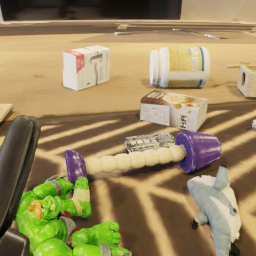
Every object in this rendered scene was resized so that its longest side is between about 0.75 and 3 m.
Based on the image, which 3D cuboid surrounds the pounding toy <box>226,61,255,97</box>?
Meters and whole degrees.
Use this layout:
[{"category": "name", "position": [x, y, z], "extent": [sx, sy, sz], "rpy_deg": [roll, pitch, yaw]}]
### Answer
[{"category": "pounding toy", "position": [4.364, -1.753, 10.005], "extent": [1.792, 0.933, 2.040], "rpy_deg": [3, 25, 6]}]

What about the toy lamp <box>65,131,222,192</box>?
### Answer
[{"category": "toy lamp", "position": [0.347, 0.575, 5.196], "extent": [2.901, 0.844, 0.844], "rpy_deg": [-9, 26, -14]}]

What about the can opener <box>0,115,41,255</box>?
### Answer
[{"category": "can opener", "position": [-1.437, 0.872, 3.286], "extent": [0.837, 2.129, 0.675], "rpy_deg": [14, -6, -10]}]

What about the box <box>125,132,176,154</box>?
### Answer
[{"category": "box", "position": [0.551, 0.419, 6.138], "extent": [1.090, 0.268, 0.879], "rpy_deg": [-6, 24, -13]}]

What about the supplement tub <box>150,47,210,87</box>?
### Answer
[{"category": "supplement tub", "position": [1.885, -2.279, 10.494], "extent": [2.040, 1.475, 1.475], "rpy_deg": [0, 25, -1]}]

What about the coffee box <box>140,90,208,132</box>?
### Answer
[{"category": "coffee box", "position": [1.240, -0.509, 7.674], "extent": [1.622, 0.647, 0.928], "rpy_deg": [13, 28, 26]}]

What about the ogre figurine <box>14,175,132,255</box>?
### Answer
[{"category": "ogre figurine", "position": [-0.859, 1.276, 3.662], "extent": [1.090, 0.892, 1.818], "rpy_deg": [-3, 48, -42]}]

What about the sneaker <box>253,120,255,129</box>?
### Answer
[{"category": "sneaker", "position": [3.873, -0.342, 7.344], "extent": [0.854, 0.741, 1.927], "rpy_deg": [12, 25, 42]}]

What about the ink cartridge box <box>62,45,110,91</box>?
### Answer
[{"category": "ink cartridge box", "position": [-1.545, -2.329, 10.736], "extent": [0.785, 1.349, 1.852], "rpy_deg": [22, 33, 30]}]

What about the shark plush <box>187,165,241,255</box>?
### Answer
[{"category": "shark plush", "position": [1.282, 1.376, 4.136], "extent": [0.717, 0.782, 1.721], "rpy_deg": [-14, 42, 17]}]

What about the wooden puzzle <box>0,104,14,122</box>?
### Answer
[{"category": "wooden puzzle", "position": [-4.696, -0.187, 6.935], "extent": [2.760, 0.690, 2.980], "rpy_deg": [-1, 25, 0]}]
